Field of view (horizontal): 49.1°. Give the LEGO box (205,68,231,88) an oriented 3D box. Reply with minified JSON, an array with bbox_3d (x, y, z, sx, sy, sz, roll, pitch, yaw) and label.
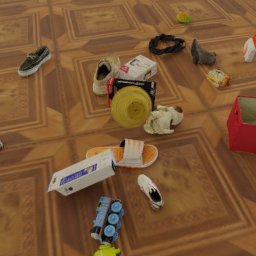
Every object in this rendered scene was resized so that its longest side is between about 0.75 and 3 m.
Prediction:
[{"bbox_3d":[4.186,-2.327,13.046,0.679,0.352,0.912,-23,53,-19],"label":"LEGO box"}]

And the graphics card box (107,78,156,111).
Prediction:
[{"bbox_3d":[0.152,-1.384,11.630,1.982,1.243,0.504,7,47,7],"label":"graphics card box"}]

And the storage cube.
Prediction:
[{"bbox_3d":[4.634,-0.090,10.297,1.719,1.545,1.469,6,49,5],"label":"storage cube"}]

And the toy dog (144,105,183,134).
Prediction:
[{"bbox_3d":[1.503,-0.398,10.874,1.427,0.996,1.384,-24,32,-31],"label":"toy dog"}]

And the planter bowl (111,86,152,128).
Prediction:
[{"bbox_3d":[0.202,-0.664,9.839,1.552,1.552,0.646,-12,17,-11],"label":"planter bowl"}]

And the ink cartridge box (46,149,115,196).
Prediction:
[{"bbox_3d":[-1.474,1.486,9.042,2.237,0.438,1.112,-23,23,8],"label":"ink cartridge box"}]

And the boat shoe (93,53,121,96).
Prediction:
[{"bbox_3d":[-0.974,-2.727,13.019,1.016,0.915,2.816,10,50,9],"label":"boat shoe"}]

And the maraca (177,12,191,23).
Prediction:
[{"bbox_3d":[3.331,-6.542,16.644,0.653,0.510,0.952,-41,60,-12],"label":"maraca"}]

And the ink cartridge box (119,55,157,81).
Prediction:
[{"bbox_3d":[0.464,-2.695,13.181,1.107,0.642,1.500,35,59,27],"label":"ink cartridge box"}]

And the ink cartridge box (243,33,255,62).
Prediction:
[{"bbox_3d":[6.161,-4.135,13.993,0.329,1.312,1.064,5,49,5],"label":"ink cartridge box"}]

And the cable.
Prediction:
[{"bbox_3d":[1.928,-4.474,14.822,2.062,0.524,1.682,-24,53,-19],"label":"cable"}]

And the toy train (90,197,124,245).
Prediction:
[{"bbox_3d":[-0.632,2.778,8.445,0.799,0.606,1.399,5,50,16],"label":"toy train"}]

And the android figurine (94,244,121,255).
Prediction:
[{"bbox_3d":[-0.603,3.696,7.888,0.873,0.179,0.795,-8,49,-9],"label":"android figurine"}]

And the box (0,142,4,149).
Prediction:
[{"bbox_3d":[-5.166,0.722,10.497,0.818,0.163,0.560,-32,56,-25],"label":"box"}]

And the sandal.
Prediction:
[{"bbox_3d":[-0.216,0.854,9.968,2.595,0.744,0.994,-2,47,-2],"label":"sandal"}]

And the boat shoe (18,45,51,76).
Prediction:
[{"bbox_3d":[-4.636,-3.361,13.688,0.759,0.747,2.105,20,52,17],"label":"boat shoe"}]

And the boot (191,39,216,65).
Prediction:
[{"bbox_3d":[3.858,-3.856,14.323,1.127,0.597,1.712,3,60,-2],"label":"boot"}]

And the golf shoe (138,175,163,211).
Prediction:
[{"bbox_3d":[0.748,1.986,9.098,0.486,0.617,1.340,-23,51,-18],"label":"golf shoe"}]
